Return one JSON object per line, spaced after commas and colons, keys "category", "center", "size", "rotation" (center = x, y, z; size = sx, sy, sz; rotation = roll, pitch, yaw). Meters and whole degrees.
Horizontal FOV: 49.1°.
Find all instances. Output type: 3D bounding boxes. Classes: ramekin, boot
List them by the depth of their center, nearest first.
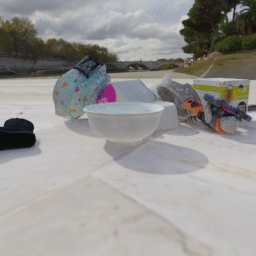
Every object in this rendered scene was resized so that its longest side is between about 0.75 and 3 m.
{"category": "boot", "center": [-3.939, 0.146, 8.965], "size": [1.904, 0.727, 1.600], "rotation": [2, 15, -24]}
{"category": "ramekin", "center": [1.195, -0.592, 11.874], "size": [1.931, 0.899, 1.931], "rotation": [-1, 13, 0]}

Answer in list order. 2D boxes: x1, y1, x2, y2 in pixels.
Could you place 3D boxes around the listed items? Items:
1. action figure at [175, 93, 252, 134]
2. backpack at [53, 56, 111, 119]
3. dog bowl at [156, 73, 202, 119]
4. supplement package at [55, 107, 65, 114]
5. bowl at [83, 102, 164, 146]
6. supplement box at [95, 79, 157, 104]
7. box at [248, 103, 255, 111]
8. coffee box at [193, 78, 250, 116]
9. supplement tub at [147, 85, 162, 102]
{"category": "action figure", "center": [3.522, -0.423, 11.255], "size": [2.845, 1.488, 2.752], "rotation": [20, 11, -26]}
{"category": "backpack", "center": [-2.070, -1.661, 12.931], "size": [2.027, 2.325, 2.645], "rotation": [39, 57, 22]}
{"category": "dog bowl", "center": [2.259, -1.378, 12.836], "size": [0.686, 2.340, 2.340], "rotation": [-43, 27, -13]}
{"category": "supplement package", "center": [-3.486, -1.200, 14.502], "size": [0.537, 0.916, 0.535], "rotation": [-1, 13, -2]}
{"category": "bowl", "center": [-0.128, -0.124, 9.222], "size": [2.614, 1.175, 2.614], "rotation": [0, 13, 0]}
{"category": "supplement box", "center": [-0.026, -1.278, 12.860], "size": [1.361, 1.333, 2.634], "rotation": [47, 29, 11]}
{"category": "box", "center": [6.527, -1.183, 15.846], "size": [1.502, 0.283, 1.026], "rotation": [-5, 14, -22]}
{"category": "coffee box", "center": [4.305, -1.369, 13.142], "size": [1.855, 1.837, 1.857], "rotation": [-7, 15, -30]}
{"category": "supplement tub", "center": [1.571, -1.548, 14.755], "size": [1.477, 1.477, 2.045], "rotation": [11, 16, 40]}
